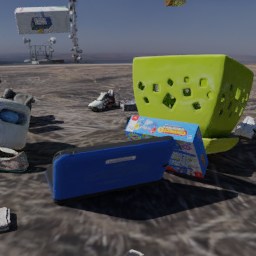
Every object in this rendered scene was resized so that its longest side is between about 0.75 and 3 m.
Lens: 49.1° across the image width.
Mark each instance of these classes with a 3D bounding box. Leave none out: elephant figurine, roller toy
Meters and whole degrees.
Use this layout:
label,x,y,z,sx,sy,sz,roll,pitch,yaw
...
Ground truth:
label,x,y,z,sx,sy,sz,roll,pitch,yaw
elephant figurine,-3.891,-0.632,10.151,1.805,1.277,1.400,28,75,42
roller toy,-3.390,-0.166,7.117,1.662,1.273,1.822,9,-7,-13

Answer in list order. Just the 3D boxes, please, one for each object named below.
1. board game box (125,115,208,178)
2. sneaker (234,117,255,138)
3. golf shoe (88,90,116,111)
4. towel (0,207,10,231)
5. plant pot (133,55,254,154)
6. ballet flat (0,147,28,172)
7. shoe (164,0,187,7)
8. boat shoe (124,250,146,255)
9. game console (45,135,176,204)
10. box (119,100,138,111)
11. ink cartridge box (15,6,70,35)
label,x,y,z,sx,sy,sz,roll,pitch,yaw
board game box,0.846,0.398,5.855,1.419,1.449,0.405,9,59,30
sneaker,3.829,0.017,8.843,0.564,0.523,1.392,26,29,28
golf shoe,-1.198,-1.222,12.505,0.677,0.772,1.754,10,20,28
towel,-2.262,1.465,4.327,0.830,0.143,0.550,-7,17,-23
plant pot,1.597,-0.541,7.080,2.374,2.154,2.362,8,4,37
ballet flat,-3.019,0.687,6.328,1.549,0.521,0.527,0,16,0
shoe,1.337,-3.784,7.745,0.596,0.780,2.232,-4,21,5
boat shoe,0.365,1.696,3.032,1.258,0.465,0.379,3,19,41
game console,-0.459,0.577,5.480,2.175,1.856,1.287,-7,46,-22
box,0.273,-1.041,12.655,1.222,0.304,0.964,-5,17,-16
ink cartridge box,-2.890,-3.696,9.555,1.698,0.743,1.234,-7,30,-15
